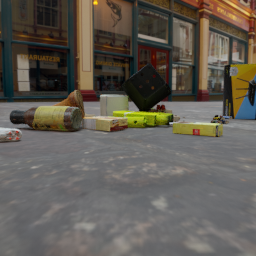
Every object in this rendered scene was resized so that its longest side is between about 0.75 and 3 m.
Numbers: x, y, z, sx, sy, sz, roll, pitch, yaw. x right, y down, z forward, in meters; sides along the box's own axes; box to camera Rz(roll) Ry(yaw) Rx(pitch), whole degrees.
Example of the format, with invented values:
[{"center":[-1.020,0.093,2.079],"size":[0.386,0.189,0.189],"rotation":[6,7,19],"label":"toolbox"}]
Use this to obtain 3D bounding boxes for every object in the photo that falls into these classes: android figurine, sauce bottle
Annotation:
[{"center":[0.494,-0.408,12.048],"size":[2.771,0.569,2.523],"rotation":[2,7,17],"label":"android figurine"},{"center":[-3.099,-0.373,10.412],"size":[2.789,0.902,0.902],"rotation":[2,7,21],"label":"sauce bottle"}]

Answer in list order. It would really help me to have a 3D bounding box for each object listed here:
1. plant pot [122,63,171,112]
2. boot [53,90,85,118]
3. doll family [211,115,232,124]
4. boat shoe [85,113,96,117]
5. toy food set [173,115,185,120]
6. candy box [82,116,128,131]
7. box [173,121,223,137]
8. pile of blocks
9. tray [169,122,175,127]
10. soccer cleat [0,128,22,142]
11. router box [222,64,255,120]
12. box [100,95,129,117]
[{"center":[0.869,-1.919,12.708],"size":[1.766,1.761,1.566],"rotation":[-37,-5,-3],"label":"plant pot"},{"center":[-2.884,-0.726,11.290],"size":[2.174,1.074,2.801],"rotation":[-7,-4,-11],"label":"boot"},{"center":[4.208,-0.392,12.744],"size":[1.091,0.428,0.630],"rotation":[2,1,-30],"label":"doll family"},{"center":[-2.450,-0.651,14.089],"size":[1.717,0.554,0.612],"rotation":[0,7,-4],"label":"boat shoe"},{"center":[2.064,-0.595,14.074],"size":[1.580,0.249,1.004],"rotation":[15,4,16],"label":"toy food set"},{"center":[-0.891,-0.182,10.581],"size":[1.605,0.444,0.926],"rotation":[5,9,44],"label":"candy box"},{"center":[2.282,0.020,9.234],"size":[1.537,0.385,0.578],"rotation":[5,9,31],"label":"box"},{"center":[1.496,-0.733,13.604],"size":[1.106,0.837,2.693],"rotation":[-6,10,-42],"label":"pile of blocks"},{"center":[2.174,-0.096,11.194],"size":[0.720,0.149,1.342],"rotation":[-2,7,-20],"label":"tray"},{"center":[-3.667,0.187,7.738],"size":[1.376,0.477,0.534],"rotation":[4,-1,-30],"label":"soccer cleat"},{"center":[6.168,-1.899,14.802],"size":[2.134,2.861,0.730],"rotation":[2,6,22],"label":"router box"},{"center":[-0.765,-1.052,14.341],"size":[1.089,1.330,2.801],"rotation":[-2,8,-11],"label":"box"}]
